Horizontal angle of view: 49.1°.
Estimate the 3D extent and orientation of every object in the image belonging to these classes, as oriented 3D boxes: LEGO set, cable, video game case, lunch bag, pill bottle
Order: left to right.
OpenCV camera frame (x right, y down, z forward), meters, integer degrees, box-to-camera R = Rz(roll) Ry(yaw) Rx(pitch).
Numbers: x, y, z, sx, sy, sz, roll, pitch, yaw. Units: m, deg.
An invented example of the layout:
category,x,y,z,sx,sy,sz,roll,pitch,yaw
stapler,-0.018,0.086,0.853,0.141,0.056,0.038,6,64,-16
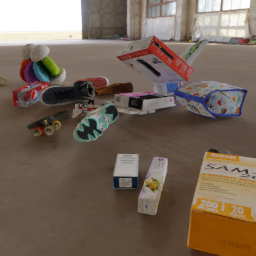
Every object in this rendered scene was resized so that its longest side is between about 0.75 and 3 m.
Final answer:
category,x,y,z,sx,sy,sz,roll,pitch,yaw
cable,-2.760,-0.146,9.984,1.150,0.596,2.369,-17,8,3
LEGO set,-0.710,-0.682,11.327,2.994,0.735,2.237,13,12,26
pill bottle,1.994,-1.986,13.986,1.322,0.742,0.742,-10,23,-15
video game case,2.944,-3.536,14.660,2.301,0.253,2.098,-51,15,-9
lunch bag,3.151,-1.142,11.028,2.174,1.346,1.848,-2,17,-31

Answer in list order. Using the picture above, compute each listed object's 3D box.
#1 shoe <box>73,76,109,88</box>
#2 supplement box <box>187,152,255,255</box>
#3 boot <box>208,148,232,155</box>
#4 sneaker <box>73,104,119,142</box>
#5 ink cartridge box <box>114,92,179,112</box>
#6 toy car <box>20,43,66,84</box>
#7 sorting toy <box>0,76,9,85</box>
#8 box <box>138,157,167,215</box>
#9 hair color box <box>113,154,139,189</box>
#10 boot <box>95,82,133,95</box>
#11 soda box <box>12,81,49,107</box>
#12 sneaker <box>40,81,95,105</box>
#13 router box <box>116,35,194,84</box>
category,x,y,z,sx,sy,sz,roll,pitch,yaw
shoe,-2.052,-2.412,15.339,1.880,0.672,0.855,4,23,22
supplement box,2.005,1.328,5.255,1.418,0.827,2.250,7,22,18
boot,2.421,0.675,7.270,0.689,0.275,0.758,37,25,9
sneaker,-1.301,-0.068,9.177,1.347,0.749,1.926,-13,17,44
ink cartridge box,0.884,-1.157,11.707,1.395,0.546,2.947,16,16,35
toy car,-5.246,-3.434,16.327,2.776,2.430,2.082,21,64,42
sorting toy,-8.651,-2.864,16.747,2.372,0.433,2.196,-17,27,-36
box,0.589,1.211,6.229,0.355,0.380,1.836,6,21,13
hair color box,-0.028,1.021,6.754,0.569,0.344,1.137,1,21,3
boot,-0.786,-1.996,14.283,1.745,0.598,1.643,-14,25,-31
soda box,-4.483,-1.628,13.088,0.678,0.748,2.137,4,22,11
sneaker,-2.529,-1.531,12.234,2.284,0.868,1.650,-17,11,-39
router box,1.147,-2.947,12.643,2.466,0.671,2.748,31,-10,-28
